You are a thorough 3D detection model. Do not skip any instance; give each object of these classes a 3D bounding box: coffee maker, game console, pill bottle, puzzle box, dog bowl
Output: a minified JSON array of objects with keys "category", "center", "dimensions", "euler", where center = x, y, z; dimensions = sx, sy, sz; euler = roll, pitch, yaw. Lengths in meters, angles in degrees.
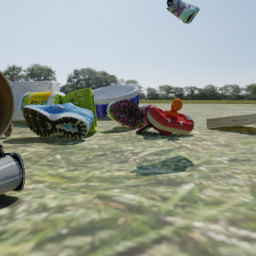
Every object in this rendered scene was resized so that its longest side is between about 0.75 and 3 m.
[{"category":"coffee maker","center":[-1.602,0.574,2.810],"dimensions":[0.809,0.567,0.842],"euler":[-26,-2,16]},{"category":"game console","center":[0.816,0.119,8.564],"dimensions":[0.811,0.559,0.941],"euler":[-31,-8,23]},{"category":"pill bottle","center":[-3.229,-0.837,11.631],"dimensions":[2.344,1.322,1.322],"euler":[3,7,26]},{"category":"puzzle box","center":[4.346,-0.308,9.347],"dimensions":[1.891,0.361,2.842],"euler":[-4,-1,-37]},{"category":"dog bowl","center":[-0.796,-1.546,15.724],"dimensions":[2.834,1.116,2.834],"euler":[-7,21,3]}]

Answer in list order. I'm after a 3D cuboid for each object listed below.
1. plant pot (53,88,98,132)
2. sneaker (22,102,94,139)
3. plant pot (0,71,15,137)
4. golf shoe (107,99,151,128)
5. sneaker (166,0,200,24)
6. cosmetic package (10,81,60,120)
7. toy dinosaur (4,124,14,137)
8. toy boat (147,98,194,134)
[{"category":"plant pot","center":[-1.610,-0.491,8.651],"dimensions":[1.178,1.298,1.292],"euler":[-5,1,-2]},{"category":"sneaker","center":[-1.907,-0.279,7.755],"dimensions":[2.172,0.851,0.977],"euler":[11,34,18]},{"category":"plant pot","center":[-3.633,-0.344,6.047],"dimensions":[1.940,1.940,2.081],"euler":[-4,-7,-32]},{"category":"golf shoe","center":[0.004,-0.474,10.423],"dimensions":[1.223,0.964,2.655],"euler":[-1,-4,36]},{"category":"sneaker","center":[1.452,-3.407,7.841],"dimensions":[0.987,0.549,1.411],"euler":[39,25,3]},{"category":"cosmetic package","center":[-4.600,-1.308,13.604],"dimensions":[2.200,1.814,1.815],"euler":[1,5,2]},{"category":"toy dinosaur","center":[-4.443,-0.635,7.312],"dimensions":[2.951,1.567,0.891],"euler":[45,-14,-26]},{"category":"toy boat","center":[1.311,-0.431,8.243],"dimensions":[1.433,0.937,0.935],"euler":[11,24,-14]}]
